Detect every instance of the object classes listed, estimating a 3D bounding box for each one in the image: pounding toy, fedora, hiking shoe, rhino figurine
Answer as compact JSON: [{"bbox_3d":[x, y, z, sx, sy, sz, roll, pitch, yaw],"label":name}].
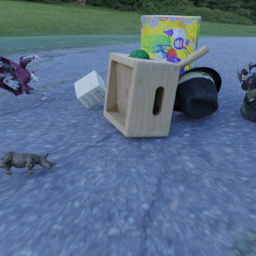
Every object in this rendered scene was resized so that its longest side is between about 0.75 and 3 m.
[{"bbox_3d":[0.568,-1.092,7.179,1.635,2.300,2.118,0,20,-24],"label":"pounding toy"},{"bbox_3d":[1.978,-0.831,7.995,1.904,1.904,0.870,-7,51,-17],"label":"fedora"},{"bbox_3d":[3.987,-0.697,7.308,1.101,1.463,2.906,-6,19,-14],"label":"hiking shoe"},{"bbox_3d":[-1.901,0.650,5.378,1.047,0.313,0.458,4,32,-25],"label":"rhino figurine"}]

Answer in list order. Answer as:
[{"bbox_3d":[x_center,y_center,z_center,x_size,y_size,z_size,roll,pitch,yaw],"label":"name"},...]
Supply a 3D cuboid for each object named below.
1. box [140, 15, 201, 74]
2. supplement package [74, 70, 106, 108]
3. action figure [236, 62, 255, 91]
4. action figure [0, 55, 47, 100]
[{"bbox_3d":[1.490,-2.411,9.803,1.725,2.828,2.724,8,24,14],"label":"box"},{"bbox_3d":[-1.181,-1.240,9.021,0.823,0.606,0.787,-30,49,13],"label":"supplement package"},{"bbox_3d":[4.445,-1.500,9.202,0.777,1.457,2.239,-48,12,-4],"label":"action figure"},{"bbox_3d":[-3.810,-1.676,9.639,1.741,1.566,2.339,-3,10,0],"label":"action figure"}]
